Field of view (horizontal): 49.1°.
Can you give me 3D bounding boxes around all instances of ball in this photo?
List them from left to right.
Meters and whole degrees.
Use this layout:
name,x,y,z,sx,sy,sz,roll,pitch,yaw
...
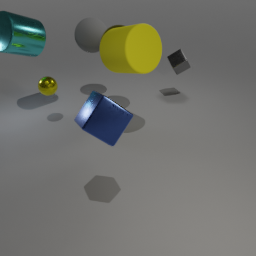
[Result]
name,x,y,z,sx,sy,sz,roll,pitch,yaw
ball,-2.919,-1.527,10.199,0.700,0.700,0.700,0,31,0
ball,-1.508,-3.831,11.603,1.400,1.400,1.400,0,31,0
ball,-0.326,-3.043,10.269,1.400,1.400,1.400,0,31,0

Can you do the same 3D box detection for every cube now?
name,x,y,z,sx,sy,sz,roll,pitch,yaw
cube,-0.463,-0.186,5.191,0.700,0.700,0.700,32,0,-27
cube,2.264,-2.933,12.463,0.700,0.700,0.700,-28,65,16

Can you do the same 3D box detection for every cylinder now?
name,x,y,z,sx,sy,sz,roll,pitch,yaw
cylinder,-3.976,-3.375,10.196,1.400,1.400,1.400,22,17,32
cylinder,0.072,-2.379,8.550,1.400,1.400,1.400,-22,23,-33
